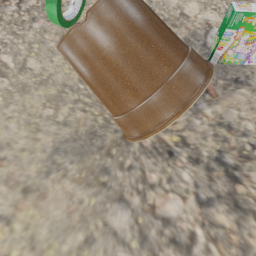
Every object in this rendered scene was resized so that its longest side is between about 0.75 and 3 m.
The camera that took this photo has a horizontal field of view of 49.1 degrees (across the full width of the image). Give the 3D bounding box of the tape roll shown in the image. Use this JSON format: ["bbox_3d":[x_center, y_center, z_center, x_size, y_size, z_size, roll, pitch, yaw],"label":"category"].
[{"bbox_3d":[-1.768,-3.793,8.188,0.391,1.627,1.627,25,58,11],"label":"tape roll"}]

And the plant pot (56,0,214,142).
[{"bbox_3d":[0.029,-1.391,5.753,2.404,2.429,2.429,45,59,-16],"label":"plant pot"}]

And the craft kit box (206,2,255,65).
[{"bbox_3d":[3.002,-2.254,6.911,1.617,1.637,0.397,-3,59,-9],"label":"craft kit box"}]
